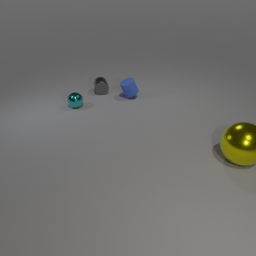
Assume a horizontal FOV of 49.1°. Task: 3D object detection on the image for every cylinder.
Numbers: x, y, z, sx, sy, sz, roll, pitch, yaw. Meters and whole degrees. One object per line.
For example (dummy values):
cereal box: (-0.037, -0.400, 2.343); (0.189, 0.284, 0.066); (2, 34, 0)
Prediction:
cylinder: (0.066, -1.934, 13.363); (0.700, 0.700, 0.700); (-19, 35, 14)
cylinder: (-1.341, -2.107, 13.993); (0.700, 0.700, 0.700); (-5, 31, -8)

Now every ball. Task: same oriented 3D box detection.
ball: (-2.366, -1.253, 12.568); (0.700, 0.700, 0.700); (0, 31, 0)
ball: (3.675, 0.499, 8.930); (1.400, 1.400, 1.400); (0, 31, 0)
